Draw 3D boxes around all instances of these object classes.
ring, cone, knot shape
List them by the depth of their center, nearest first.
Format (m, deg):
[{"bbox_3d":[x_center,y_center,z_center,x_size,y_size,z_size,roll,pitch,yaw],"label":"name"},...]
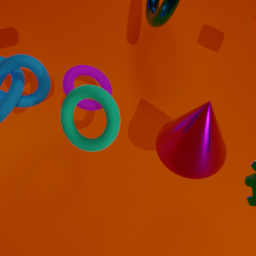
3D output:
[{"bbox_3d":[-0.739,-0.177,5.334,1.285,0.257,1.285,4,101,23],"label":"ring"},{"bbox_3d":[1.423,-0.024,5.601,1.571,1.577,1.571,1,56,-1],"label":"cone"},{"bbox_3d":[-2.590,-0.960,5.761,1.666,0.770,1.559,-43,80,-9],"label":"knot shape"},{"bbox_3d":[-0.952,-0.975,6.711,1.230,0.246,1.230,13,60,-24],"label":"ring"},{"bbox_3d":[0.933,-3.501,7.103,0.375,1.874,1.874,10,72,-18],"label":"ring"}]

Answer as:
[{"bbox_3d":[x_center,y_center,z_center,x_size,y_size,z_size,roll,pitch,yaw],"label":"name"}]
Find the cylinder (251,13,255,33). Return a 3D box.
[{"bbox_3d":[3.597,-2.812,6.971,0.781,0.781,0.781,25,84,7],"label":"cylinder"}]

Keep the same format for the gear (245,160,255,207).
[{"bbox_3d":[2.698,1.144,4.574,0.292,1.577,1.577,-14,72,-30],"label":"gear"}]
